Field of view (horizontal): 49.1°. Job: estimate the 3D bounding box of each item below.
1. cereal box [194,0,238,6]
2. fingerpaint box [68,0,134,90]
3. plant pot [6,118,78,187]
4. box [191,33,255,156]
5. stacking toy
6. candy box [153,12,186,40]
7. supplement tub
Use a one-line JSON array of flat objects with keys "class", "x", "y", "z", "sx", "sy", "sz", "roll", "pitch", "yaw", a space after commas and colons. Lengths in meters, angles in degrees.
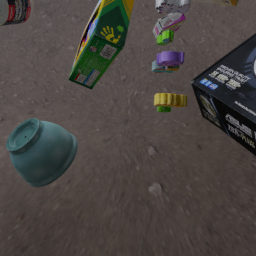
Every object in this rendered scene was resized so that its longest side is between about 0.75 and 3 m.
[{"class": "cereal box", "x": 1.854, "y": -4.212, "z": 8.190, "sx": 2.664, "sy": 0.527, "sz": 1.917, "roll": 18, "pitch": 15, "yaw": 19}, {"class": "fingerpaint box", "x": -0.621, "y": -1.941, "z": 6.117, "sx": 0.652, "sy": 1.777, "sz": 1.483, "roll": 21, "pitch": 63, "yaw": -20}, {"class": "plant pot", "x": -1.524, "y": 0.317, "z": 4.705, "sx": 1.126, "sy": 0.755, "sz": 1.126, "roll": -21, "pitch": 42, "yaw": 20}, {"class": "box", "x": 2.398, "y": -0.484, "z": 4.271, "sx": 1.812, "sy": 0.953, "sz": 2.213, "roll": -36, "pitch": 41, "yaw": -3}, {"class": "stacking toy", "x": 0.803, "y": -1.405, "z": 6.172, "sx": 0.632, "sy": 2.691, "sz": 2.029, "roll": 2, "pitch": 91, "yaw": 1}, {"class": "candy box", "x": 1.133, "y": -2.883, "z": 7.872, "sx": 0.720, "sy": 1.055, "sz": 0.322, "roll": -25, "pitch": 94, "yaw": 0}, {"class": "supplement tub", "x": -2.549, "y": -2.473, "z": 5.639, "sx": 0.778, "sy": 0.778, "sz": 1.109, "roll": 18, "pitch": 29, "yaw": 14}]
